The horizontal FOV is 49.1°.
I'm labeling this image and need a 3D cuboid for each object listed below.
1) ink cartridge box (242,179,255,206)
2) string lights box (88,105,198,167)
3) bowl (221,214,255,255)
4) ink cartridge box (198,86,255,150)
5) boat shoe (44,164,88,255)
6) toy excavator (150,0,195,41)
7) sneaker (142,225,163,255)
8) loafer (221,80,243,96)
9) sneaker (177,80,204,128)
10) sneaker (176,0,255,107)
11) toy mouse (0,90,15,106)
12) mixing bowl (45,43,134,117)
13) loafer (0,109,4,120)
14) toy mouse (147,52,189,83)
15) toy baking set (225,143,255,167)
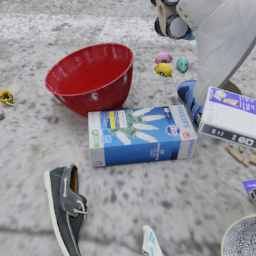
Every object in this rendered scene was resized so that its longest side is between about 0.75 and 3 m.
[{"bbox_3d":[3.740,1.694,6.633,1.499,0.328,1.513,-7,43,-6],"label":"ink cartridge box"},{"bbox_3d":[0.331,0.191,7.821,2.792,0.823,1.435,-5,44,-6],"label":"string lights box"},{"bbox_3d":[2.820,2.369,5.052,0.936,1.995,1.995,-12,40,-45],"label":"bowl"},{"bbox_3d":[1.911,-0.154,4.627,1.352,0.293,1.339,17,35,11],"label":"ink cartridge box"},{"bbox_3d":[-1.280,1.773,6.143,0.816,0.866,2.412,-15,44,-9],"label":"boat shoe"},{"bbox_3d":[1.852,-2.624,6.694,2.290,2.227,1.144,-16,24,-4],"label":"toy excavator"},{"bbox_3d":[0.441,2.430,5.866,0.339,0.321,0.839,-13,44,-13],"label":"sneaker"},{"bbox_3d":[3.100,-1.280,9.475,0.849,0.753,2.232,-11,60,-17],"label":"loafer"},{"bbox_3d":[2.309,-0.641,8.633,1.057,0.950,2.569,-31,47,-19],"label":"sneaker"},{"bbox_3d":[1.714,-1.922,5.911,1.731,2.995,1.103,39,53,15],"label":"sneaker"},{"bbox_3d":[-4.640,-0.929,9.309,1.540,0.335,1.733,-14,42,-21],"label":"toy mouse"},{"bbox_3d":[-0.985,-1.295,8.709,2.748,1.488,2.748,-11,41,10],"label":"mixing bowl"},{"bbox_3d":[-4.472,-0.381,8.782,1.097,0.383,0.383,-9,41,-21],"label":"loafer"},{"bbox_3d":[1.757,-2.677,11.149,1.762,0.384,1.983,-32,52,-29],"label":"toy mouse"},{"bbox_3d":[3.302,0.574,7.946,1.010,0.153,1.317,-24,49,-27],"label":"toy baking set"}]
